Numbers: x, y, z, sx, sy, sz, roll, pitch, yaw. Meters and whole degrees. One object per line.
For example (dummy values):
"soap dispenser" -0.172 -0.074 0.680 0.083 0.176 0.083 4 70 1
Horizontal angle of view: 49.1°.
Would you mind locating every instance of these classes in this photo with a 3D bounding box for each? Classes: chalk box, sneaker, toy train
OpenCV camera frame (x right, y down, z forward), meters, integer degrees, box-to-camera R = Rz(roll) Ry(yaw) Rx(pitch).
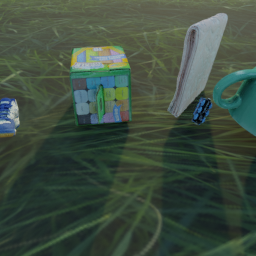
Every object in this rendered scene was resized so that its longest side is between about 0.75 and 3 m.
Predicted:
"chalk box" -0.818 -1.249 8.697 1.764 1.773 2.849 -5 35 -7
"sneaker" -3.153 -0.297 6.981 0.742 0.869 1.971 0 13 -17
"toy train" 2.211 -0.505 8.422 0.371 0.855 0.488 25 4 -8

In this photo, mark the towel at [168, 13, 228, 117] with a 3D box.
"towel" 2.240 -2.092 8.965 0.473 2.803 2.934 25 37 20

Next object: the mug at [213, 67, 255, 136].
"mug" 3.937 -0.731 7.314 2.758 1.705 2.266 -2 38 -36
